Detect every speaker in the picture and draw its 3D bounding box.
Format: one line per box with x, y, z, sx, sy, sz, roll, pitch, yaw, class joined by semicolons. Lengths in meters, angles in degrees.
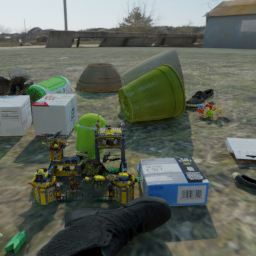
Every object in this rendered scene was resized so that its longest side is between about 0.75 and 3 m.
-3.681;-1.671;13.098;1.219;1.219;2.757;5;21;12;speaker

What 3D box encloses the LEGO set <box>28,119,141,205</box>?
-0.961;0.644;6.341;2.566;1.487;1.973;2;20;5;LEGO set

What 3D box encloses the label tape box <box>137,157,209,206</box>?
0.933;1.064;6.514;1.295;0.598;1.808;-2;22;-5;label tape box

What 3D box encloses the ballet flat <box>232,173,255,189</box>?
2.907;1.233;6.491;0.333;0.285;1.002;-17;26;-39;ballet flat

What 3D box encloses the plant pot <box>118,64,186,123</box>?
0.786;-1.155;10.872;2.050;2.129;2.129;-20;25;-16;plant pot

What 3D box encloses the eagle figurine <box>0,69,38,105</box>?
-4.949;-1.544;12.096;1.916;1.926;2.539;-37;35;-16;eagle figurine

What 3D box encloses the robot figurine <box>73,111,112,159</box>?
-1.006;0.220;7.615;1.184;1.350;0.781;12;10;36;robot figurine

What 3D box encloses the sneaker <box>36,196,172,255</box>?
-0.299;1.794;4.496;2.269;0.681;1.183;-7;21;-5;sneaker

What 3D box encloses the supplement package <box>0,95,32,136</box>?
-4.550;-0.445;9.877;1.930;1.070;1.503;-1;21;-7;supplement package

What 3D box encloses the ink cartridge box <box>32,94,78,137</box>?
-2.529;-0.498;9.947;1.147;1.141;1.578;1;20;3;ink cartridge box

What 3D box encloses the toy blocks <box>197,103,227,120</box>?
3.276;-0.740;11.611;1.028;0.448;1.233;-17;26;-40;toy blocks

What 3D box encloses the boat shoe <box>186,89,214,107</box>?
3.400;-1.457;13.239;2.002;0.658;0.715;-17;26;-39;boat shoe

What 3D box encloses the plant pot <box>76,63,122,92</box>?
-1.638;-3.121;16.768;2.960;1.366;2.960;0;19;0;plant pot

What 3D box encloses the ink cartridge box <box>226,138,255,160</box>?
3.451;0.686;8.092;0.978;0.302;1.206;3;28;5;ink cartridge box

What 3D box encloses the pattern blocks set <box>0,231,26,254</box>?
-2.938;1.974;4.630;2.293;0.186;2.015;1;20;1;pattern blocks set

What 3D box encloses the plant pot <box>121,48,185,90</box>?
1.085;-2.202;13.277;2.689;2.518;2.518;-13;20;5;plant pot
